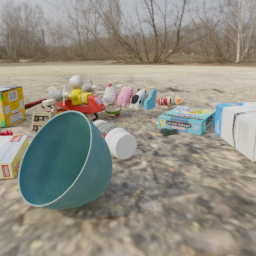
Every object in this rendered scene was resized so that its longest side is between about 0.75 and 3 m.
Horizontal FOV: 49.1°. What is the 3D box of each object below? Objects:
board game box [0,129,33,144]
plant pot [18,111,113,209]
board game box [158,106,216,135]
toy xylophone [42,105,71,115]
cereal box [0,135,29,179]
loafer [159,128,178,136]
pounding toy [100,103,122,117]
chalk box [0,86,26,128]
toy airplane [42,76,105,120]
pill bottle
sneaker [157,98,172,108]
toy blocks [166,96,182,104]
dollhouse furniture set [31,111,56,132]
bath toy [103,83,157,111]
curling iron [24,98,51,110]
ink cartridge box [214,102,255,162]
[{"bbox_3d":[-4.386,0.323,8.918,2.692,0.524,2.127,-7,18,-24],"label":"board game box"},{"bbox_3d":[-1.032,0.779,5.589,1.888,1.888,1.272,17,-15,45],"label":"plant pot"},{"bbox_3d":[2.455,-0.373,11.307,1.691,0.525,2.239,9,19,29],"label":"board game box"},{"bbox_3d":[-2.979,-0.809,12.789,1.549,0.532,2.116,-11,19,-33],"label":"toy xylophone"},{"bbox_3d":[-4.115,0.760,7.342,2.619,0.518,1.885,-1,19,-7],"label":"cereal box"},{"bbox_3d":[1.438,0.144,10.123,0.756,0.272,0.238,1,-5,-20],"label":"loafer"},{"bbox_3d":[-0.701,-0.666,12.567,0.801,0.481,1.037,9,35,22],"label":"pounding toy"},{"bbox_3d":[-5.738,-0.933,11.578,2.393,1.481,1.489,3,18,12],"label":"chalk box"},{"bbox_3d":[-2.360,-1.377,11.809,2.498,1.771,2.509,3,24,-21],"label":"toy airplane"},{"bbox_3d":[-0.495,0.337,8.234,0.870,0.870,1.528,-11,20,-34],"label":"pill bottle"},{"bbox_3d":[1.825,-1.263,14.089,0.701,0.444,1.247,-2,-9,13],"label":"sneaker"},{"bbox_3d":[2.492,-1.444,15.225,0.919,0.401,1.103,2,16,9],"label":"toy blocks"},{"bbox_3d":[-3.009,-0.167,10.588,0.748,0.744,1.061,3,-8,14],"label":"dollhouse furniture set"},{"bbox_3d":[0.025,-1.455,12.454,2.493,0.921,1.084,11,22,25],"label":"bath toy"},{"bbox_3d":[-4.552,-0.958,12.849,2.307,0.295,0.572,-14,45,-2],"label":"curling iron"},{"bbox_3d":[4.233,0.004,8.835,2.012,1.161,2.773,-1,16,-5],"label":"ink cartridge box"}]
